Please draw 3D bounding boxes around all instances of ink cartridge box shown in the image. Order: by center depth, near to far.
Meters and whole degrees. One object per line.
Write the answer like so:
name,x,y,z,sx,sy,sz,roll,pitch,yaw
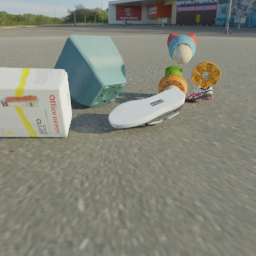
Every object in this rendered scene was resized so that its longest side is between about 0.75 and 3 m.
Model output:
ink cartridge box,-2.677,-0.621,7.155,2.239,1.625,0.934,0,43,-3

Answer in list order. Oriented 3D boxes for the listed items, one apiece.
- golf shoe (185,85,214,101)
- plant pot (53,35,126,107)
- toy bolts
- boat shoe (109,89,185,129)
golf shoe,2.594,-1.315,10.542,1.215,0.560,0.441,-2,12,28
plant pot,-1.201,-1.864,9.915,1.914,1.919,1.955,-17,64,-46
toy bolts,2.170,-2.064,9.908,2.289,2.397,1.662,-1,33,12
boat shoe,0.569,-0.396,8.065,2.354,0.798,0.844,-23,51,-20
